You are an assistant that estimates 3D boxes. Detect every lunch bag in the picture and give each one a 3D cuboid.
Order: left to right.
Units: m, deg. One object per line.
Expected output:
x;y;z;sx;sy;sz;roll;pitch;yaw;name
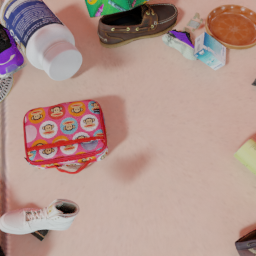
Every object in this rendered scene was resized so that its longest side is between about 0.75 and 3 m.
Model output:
-1.612;0.303;7.395;2.131;0.873;1.877;-10;68;-4;lunch bag

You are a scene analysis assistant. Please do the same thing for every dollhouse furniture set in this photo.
2.210;-3.403;9.326;0.393;0.757;0.335;12;60;-21;dollhouse furniture set

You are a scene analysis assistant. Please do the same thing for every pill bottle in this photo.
-2.592;-2.747;8.524;1.525;1.525;2.745;-34;67;-16;pill bottle

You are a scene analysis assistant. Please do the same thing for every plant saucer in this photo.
3.619;-3.427;9.564;1.969;0.318;1.969;0;63;1;plant saucer

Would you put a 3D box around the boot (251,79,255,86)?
4.452;-1.471;8.514;0.996;0.396;1.144;42;73;18;boot

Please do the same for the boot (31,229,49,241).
-2.234;2.127;6.728;0.992;0.384;0.686;37;63;3;boot

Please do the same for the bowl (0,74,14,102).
-4.591;-1.577;8.245;2.086;0.979;2.086;0;63;-1;bowl

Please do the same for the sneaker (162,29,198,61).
1.880;-2.810;9.138;1.437;0.500;0.715;39;69;18;sneaker

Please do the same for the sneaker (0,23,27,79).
-2.774;-1.777;6.014;0.654;0.935;1.881;-31;42;-6;sneaker

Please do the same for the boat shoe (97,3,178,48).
0.399;-3.538;9.229;2.946;1.036;1.037;-25;65;-14;boat shoe

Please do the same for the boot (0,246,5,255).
-3.891;2.921;6.037;1.865;1.044;2.696;-38;56;-13;boot

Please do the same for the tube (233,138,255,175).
3.800;1.358;6.912;0.745;0.666;2.567;-38;69;-17;tube

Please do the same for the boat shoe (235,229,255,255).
3.245;2.383;6.343;1.842;0.663;0.597;-29;90;-8;boat shoe

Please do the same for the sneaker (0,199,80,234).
-1.529;1.508;4.966;1.313;0.759;0.484;7;47;-31;sneaker

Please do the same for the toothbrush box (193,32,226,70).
2.558;-2.382;8.715;0.991;0.423;0.725;24;61;-24;toothbrush box

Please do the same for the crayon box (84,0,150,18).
0.034;-4.367;8.955;1.583;0.776;2.664;5;36;36;crayon box
